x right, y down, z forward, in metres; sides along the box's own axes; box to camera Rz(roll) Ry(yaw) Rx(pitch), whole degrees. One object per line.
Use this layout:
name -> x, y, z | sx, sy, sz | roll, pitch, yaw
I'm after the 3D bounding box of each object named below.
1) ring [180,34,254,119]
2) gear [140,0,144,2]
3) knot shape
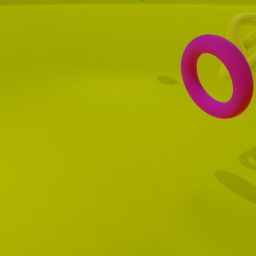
ring -> 1.340, -0.777, 4.394 | 0.277, 1.386, 1.386 | -29, 36, -20
gear -> 0.094, -5.482, 10.704 | 1.497, 0.277, 1.497 | 39, 12, -10
knot shape -> 2.436, -1.445, 5.167 | 1.352, 1.445, 0.668 | 24, 2, 40
